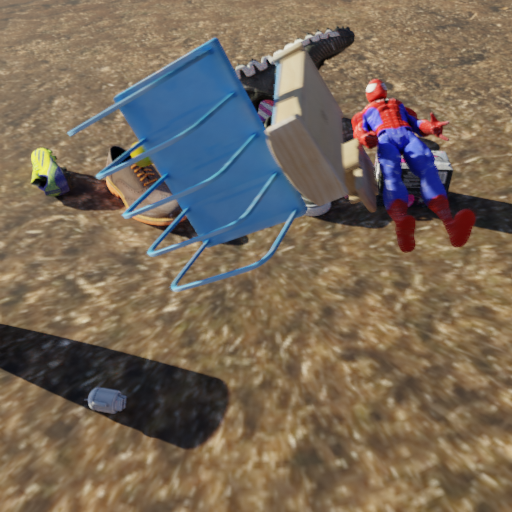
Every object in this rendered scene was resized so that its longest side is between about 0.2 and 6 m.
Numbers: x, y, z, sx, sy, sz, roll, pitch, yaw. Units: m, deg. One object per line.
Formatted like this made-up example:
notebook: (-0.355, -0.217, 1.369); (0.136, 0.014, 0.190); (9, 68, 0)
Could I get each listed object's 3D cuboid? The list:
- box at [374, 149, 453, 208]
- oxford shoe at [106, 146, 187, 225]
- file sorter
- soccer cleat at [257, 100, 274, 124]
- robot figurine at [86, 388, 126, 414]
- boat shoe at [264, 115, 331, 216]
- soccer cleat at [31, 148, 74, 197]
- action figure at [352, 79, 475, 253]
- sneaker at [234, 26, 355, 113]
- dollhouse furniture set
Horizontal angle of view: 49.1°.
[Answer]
box: (3.353, -1.706, 12.208); (1.525, 1.008, 0.875); (2, 38, 2)
oxford shoe: (-2.447, -1.512, 11.960); (0.981, 1.003, 2.751); (-30, 47, -33)
file sorter: (-0.732, -0.894, 6.219); (1.528, 2.203, 1.351); (-17, 25, 32)
soccer cleat: (-0.197, -4.323, 15.372); (3.450, 1.262, 1.177); (-7, 38, -9)
robot figurine: (-2.132, 2.047, 7.930); (0.566, 0.320, 0.480); (8, -1, 10)
boat shoe: (0.794, -2.063, 12.507); (0.998, 0.823, 2.909); (-20, 51, -8)
soccer cleat: (-4.875, -1.936, 12.847); (0.797, 0.616, 1.906); (-28, 46, -25)
action figure: (1.921, -1.444, 7.438); (1.065, 0.841, 3.254); (-10, 43, 3)
sneaker: (0.682, -3.241, 10.067); (2.429, 1.099, 0.807); (-20, 10, 11)
dollhouse furniture set: (-0.067, -0.948, 7.062); (2.497, 2.358, 1.630); (-21, 40, 26)
